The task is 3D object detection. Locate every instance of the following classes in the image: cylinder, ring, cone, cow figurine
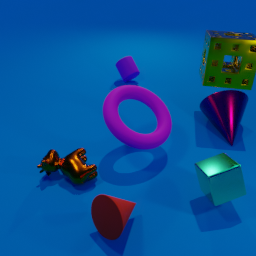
[{"bbox_3d":[-0.014,-2.263,10.742,0.718,0.718,0.718,-23,82,-28],"label":"cylinder"},{"bbox_3d":[0.260,-0.305,7.085,1.868,0.374,1.868,13,54,-18],"label":"ring"},{"bbox_3d":[2.870,-0.119,8.075,1.404,1.404,1.409,0,63,-1],"label":"cone"},{"bbox_3d":[-0.123,1.620,5.536,0.862,0.862,0.866,31,26,35],"label":"cone"},{"bbox_3d":[-1.455,0.955,6.664,1.173,0.654,1.192,-27,58,-22],"label":"cow figurine"}]

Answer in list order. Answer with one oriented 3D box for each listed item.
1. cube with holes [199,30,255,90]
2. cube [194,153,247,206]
[{"bbox_3d":[2.885,-2.000,8.100,1.340,1.340,1.340,6,27,6],"label":"cube with holes"},{"bbox_3d":[1.932,1.064,5.911,0.719,0.719,0.719,-20,18,-4],"label":"cube"}]
